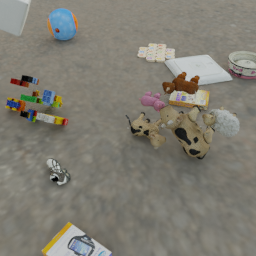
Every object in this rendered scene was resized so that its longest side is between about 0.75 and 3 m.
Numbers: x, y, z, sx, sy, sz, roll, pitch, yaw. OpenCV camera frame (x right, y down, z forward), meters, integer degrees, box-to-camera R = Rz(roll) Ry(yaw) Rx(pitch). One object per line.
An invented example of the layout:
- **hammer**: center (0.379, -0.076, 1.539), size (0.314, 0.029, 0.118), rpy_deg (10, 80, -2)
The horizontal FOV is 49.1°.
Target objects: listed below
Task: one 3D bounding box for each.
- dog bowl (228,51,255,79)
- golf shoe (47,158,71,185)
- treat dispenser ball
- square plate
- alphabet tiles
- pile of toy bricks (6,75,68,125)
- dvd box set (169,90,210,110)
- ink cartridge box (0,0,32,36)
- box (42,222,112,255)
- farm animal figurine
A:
- **dog bowl**: center (4.477, -2.369, 10.607), size (1.418, 0.523, 1.418), rpy_deg (0, 40, 0)
- **golf shoe**: center (-1.769, 1.045, 6.748), size (0.856, 0.333, 0.404), rpy_deg (31, 49, 33)
- **treat dispenser ball**: center (-2.962, -4.694, 12.718), size (1.351, 1.351, 1.351), rpy_deg (0, 40, 0)
- **square plate**: center (2.646, -2.285, 10.699), size (1.974, 0.283, 1.992), rpy_deg (-10, 42, -11)
- **alphabet tiles**: center (1.213, -3.211, 11.906), size (1.542, 0.115, 1.577), rpy_deg (5, 41, 6)
- **pile of toy bricks**: center (-2.588, -0.801, 8.515), size (2.312, 1.283, 1.142), rpy_deg (15, 3, 32)
- **dvd box set**: center (2.036, -1.007, 9.267), size (1.240, 0.182, 0.907), rpy_deg (10, 41, 12)
- **ink cartridge box**: center (-2.467, -2.525, 5.334), size (1.161, 0.656, 1.582), rpy_deg (15, 34, -24)
- **box**: center (-0.896, 2.399, 5.228), size (1.244, 0.258, 0.741), rpy_deg (27, 47, 24)
- **farm animal figurine**: center (1.198, -0.076, 7.161), size (2.355, 2.381, 1.242), rpy_deg (40, 47, 1)
